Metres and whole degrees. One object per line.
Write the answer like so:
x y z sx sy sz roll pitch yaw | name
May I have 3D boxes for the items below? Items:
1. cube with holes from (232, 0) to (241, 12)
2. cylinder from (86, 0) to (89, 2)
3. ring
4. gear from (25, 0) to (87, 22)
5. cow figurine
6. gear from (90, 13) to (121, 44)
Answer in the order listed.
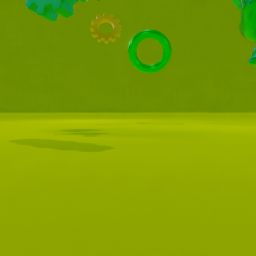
3.655 -3.729 7.561 1.068 1.068 1.068 37 0 -27 | cube with holes
-1.591 -4.520 8.930 0.763 0.763 0.763 3 4 42 | cylinder
0.935 -3.281 12.093 1.887 1.887 0.377 0 28 8 | ring
-1.359 -3.093 5.455 1.886 1.886 0.349 2 -2 34 | gear
2.556 -1.895 5.331 0.785 1.430 1.407 -12 40 16 | cow figurine
-0.925 -4.172 11.699 1.272 1.272 0.235 0 -11 -4 | gear
